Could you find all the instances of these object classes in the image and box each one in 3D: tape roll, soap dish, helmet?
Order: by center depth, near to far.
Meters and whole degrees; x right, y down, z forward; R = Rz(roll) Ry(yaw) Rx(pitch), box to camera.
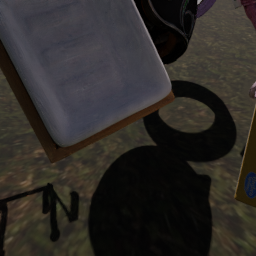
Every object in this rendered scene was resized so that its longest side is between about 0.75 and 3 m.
[{"bbox_3d":[-0.852,-1.240,4.385,2.276,2.893,1.175,-28,5,-22],"label":"soap dish"},{"bbox_3d":[0.375,-2.854,6.369,2.492,2.492,2.375,-1,75,-1],"label":"helmet"},{"bbox_3d":[1.613,-4.595,8.823,2.532,2.532,0.831,-1,53,-1],"label":"tape roll"}]

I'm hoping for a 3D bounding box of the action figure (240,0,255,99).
[{"bbox_3d":[3.019,-2.157,5.508,1.983,2.960,2.204,-52,21,-15],"label":"action figure"}]

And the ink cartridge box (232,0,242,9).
[{"bbox_3d":[3.065,-3.755,7.583,0.584,0.801,0.340,-31,15,-10],"label":"ink cartridge box"}]

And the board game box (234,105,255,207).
[{"bbox_3d":[1.703,-0.271,2.797,0.397,1.967,1.505,15,9,38],"label":"board game box"}]
